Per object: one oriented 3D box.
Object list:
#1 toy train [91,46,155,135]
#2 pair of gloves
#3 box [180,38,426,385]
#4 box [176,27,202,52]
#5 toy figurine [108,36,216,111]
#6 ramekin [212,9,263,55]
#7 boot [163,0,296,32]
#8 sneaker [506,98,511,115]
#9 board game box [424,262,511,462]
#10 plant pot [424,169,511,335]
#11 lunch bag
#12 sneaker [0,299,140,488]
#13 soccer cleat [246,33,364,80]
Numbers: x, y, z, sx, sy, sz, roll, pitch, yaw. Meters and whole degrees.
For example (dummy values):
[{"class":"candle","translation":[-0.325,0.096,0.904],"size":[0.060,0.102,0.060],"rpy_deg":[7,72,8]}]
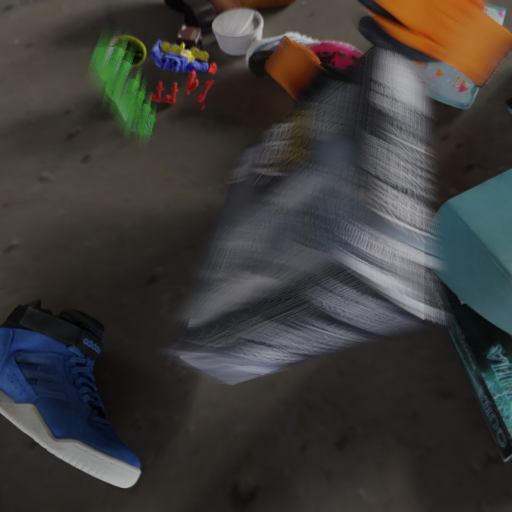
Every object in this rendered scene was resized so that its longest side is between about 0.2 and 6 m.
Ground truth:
[{"class":"toy train","translation":[-1.959,-2.410,8.338],"size":[0.463,1.643,0.343],"rpy_deg":[2,59,12]},{"class":"pair of gloves","translation":[1.770,-2.918,8.435],"size":[2.917,3.274,0.405],"rpy_deg":[45,41,6]},{"class":"box","translation":[0.666,-0.544,7.224],"size":[0.958,3.035,3.849],"rpy_deg":[34,49,-26]},{"class":"box","translation":[-1.380,-4.378,11.575],"size":[0.424,0.517,0.429],"rpy_deg":[10,56,7]},{"class":"toy figurine","translation":[-1.717,-3.717,11.116],"size":[2.108,1.112,1.263],"rpy_deg":[13,27,6]},{"class":"ramekin","translation":[-0.365,-4.662,11.740],"size":[1.067,0.497,1.067],"rpy_deg":[-4,53,5]},{"class":"boot","translation":[-0.739,-6.299,12.723],"size":[2.654,0.909,2.499],"rpy_deg":[-27,59,-19]},{"class":"sneaker","translation":[5.303,-2.208,9.792],"size":[0.987,1.189,2.490],"rpy_deg":[-26,32,0]},{"class":"board game box","translation":[3.745,1.040,7.747],"size":[2.106,0.438,3.114],"rpy_deg":[-9,55,-7]},{"class":"plant pot","translation":[3.284,0.055,7.484],"size":[1.248,1.248,1.766],"rpy_deg":[-25,67,-17]},{"class":"lunch bag","translation":[3.433,-4.113,10.889],"size":[2.224,1.356,1.894],"rpy_deg":[19,57,7]},{"class":"sneaker","translation":[-2.275,1.531,6.994],"size":[2.811,1.079,1.564],"rpy_deg":[25,66,24]},{"class":"soccer cleat","translation":[1.006,-4.057,11.144],"size":[2.409,0.841,1.040],"rpy_deg":[3,55,3]}]
